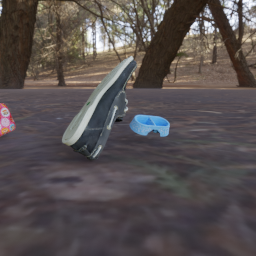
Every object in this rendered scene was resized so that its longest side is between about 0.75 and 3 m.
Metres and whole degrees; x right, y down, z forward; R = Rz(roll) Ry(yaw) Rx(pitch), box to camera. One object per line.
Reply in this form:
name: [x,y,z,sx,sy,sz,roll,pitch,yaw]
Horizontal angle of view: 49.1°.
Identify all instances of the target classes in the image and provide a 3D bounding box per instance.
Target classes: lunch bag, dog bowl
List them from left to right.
lunch bag: [-2.982,-0.152,6.054,0.371,0.797,0.905,-9,17,40]
dog bowl: [0.491,-0.066,6.026,0.910,0.226,0.507,4,33,-23]

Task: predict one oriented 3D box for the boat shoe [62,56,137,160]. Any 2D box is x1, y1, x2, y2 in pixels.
boat shoe: [-0.356,-0.416,5.084,0.708,2.095,0.752,38,-24,-20]
